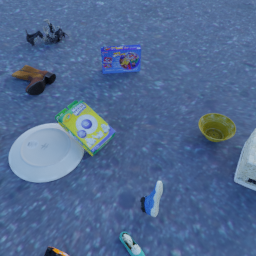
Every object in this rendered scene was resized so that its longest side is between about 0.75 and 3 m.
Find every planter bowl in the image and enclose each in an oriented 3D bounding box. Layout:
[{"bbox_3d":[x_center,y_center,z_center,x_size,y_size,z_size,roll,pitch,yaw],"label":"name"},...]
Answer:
[{"bbox_3d":[3.573,0.118,11.449,1.484,0.618,1.484,0,48,0],"label":"planter bowl"}]

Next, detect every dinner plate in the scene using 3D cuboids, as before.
[{"bbox_3d":[-3.210,0.800,11.038,2.952,0.358,2.952,-1,47,1],"label":"dinner plate"}]

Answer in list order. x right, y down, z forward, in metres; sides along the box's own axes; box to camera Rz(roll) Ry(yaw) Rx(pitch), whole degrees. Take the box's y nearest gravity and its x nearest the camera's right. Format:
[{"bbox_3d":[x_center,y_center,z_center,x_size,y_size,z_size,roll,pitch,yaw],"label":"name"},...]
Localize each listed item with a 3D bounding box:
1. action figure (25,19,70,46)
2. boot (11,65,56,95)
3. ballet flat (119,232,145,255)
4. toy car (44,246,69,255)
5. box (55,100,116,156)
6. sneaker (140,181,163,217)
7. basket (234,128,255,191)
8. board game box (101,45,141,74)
[{"bbox_3d":[-4.678,-5.525,16.264,2.426,1.238,1.442,-12,38,-9],"label":"action figure"},{"bbox_3d":[-4.922,-2.449,13.771,2.041,0.699,1.921,20,51,18],"label":"boot"},{"bbox_3d":[0.113,3.555,8.453,0.350,0.366,1.040,-31,55,-31],"label":"ballet flat"},{"bbox_3d":[-2.004,4.437,7.700,0.712,1.049,2.140,26,56,-37],"label":"toy car"},{"bbox_3d":[-1.735,-0.124,11.145,2.254,0.545,1.322,41,65,12],"label":"box"},{"bbox_3d":[0.729,2.254,9.185,0.648,1.164,0.447,11,3,31],"label":"sneaker"},{"bbox_3d":[4.843,1.126,10.098,1.361,1.239,2.008,20,50,17],"label":"basket"},{"bbox_3d":[-0.356,-3.495,14.283,1.993,1.340,0.446,-5,47,-5],"label":"board game box"}]
